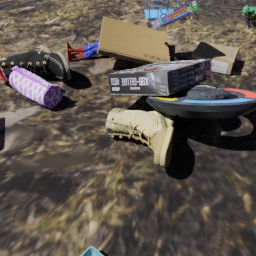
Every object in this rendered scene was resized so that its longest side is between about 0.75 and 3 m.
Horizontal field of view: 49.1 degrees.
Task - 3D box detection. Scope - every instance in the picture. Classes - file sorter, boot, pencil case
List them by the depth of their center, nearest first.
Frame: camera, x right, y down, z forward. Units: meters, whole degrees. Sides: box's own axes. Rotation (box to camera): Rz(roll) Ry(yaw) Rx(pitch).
[{"bbox_3d":[0.259,0.127,6.879,1.695,0.794,2.181,6,32,6],"label":"boot"},{"bbox_3d":[-2.842,-1.253,8.593,1.856,0.793,0.779,25,59,28],"label":"pencil case"},{"bbox_3d":[-3.195,-1.995,9.346,1.927,0.936,2.559,-25,43,-28],"label":"boot"},{"bbox_3d":[1.877,-6.285,14.217,1.906,1.169,1.323,-3,40,-3],"label":"file sorter"}]

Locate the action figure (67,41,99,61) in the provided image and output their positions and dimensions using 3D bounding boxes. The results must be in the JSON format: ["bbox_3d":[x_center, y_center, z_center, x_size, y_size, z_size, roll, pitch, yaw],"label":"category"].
[{"bbox_3d":[-0.862,-3.170,10.953,2.996,0.774,0.980,-5,38,-10],"label":"action figure"}]

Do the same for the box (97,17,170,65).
[{"bbox_3d":[0.257,-3.244,10.573,2.659,0.283,2.174,10,49,-10],"label":"box"}]

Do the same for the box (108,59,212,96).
[{"bbox_3d":[0.981,-1.503,8.099,1.965,0.620,2.491,7,22,39],"label":"box"}]

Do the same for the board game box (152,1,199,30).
[{"bbox_3d":[1.530,-3.761,9.475,1.233,0.314,1.822,-22,14,2],"label":"board game box"}]

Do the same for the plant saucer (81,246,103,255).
[{"bbox_3d":[-1.135,2.942,4.108,0.874,0.237,2.501,29,50,30],"label":"plant saucer"}]

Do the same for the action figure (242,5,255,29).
[{"bbox_3d":[3.574,-2.964,7.688,1.514,0.414,0.894,13,2,-38],"label":"action figure"}]

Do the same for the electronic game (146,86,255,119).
[{"bbox_3d":[1.970,-0.812,7.467,2.998,0.624,2.998,-1,15,0],"label":"electronic game"}]

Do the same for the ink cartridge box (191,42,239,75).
[{"bbox_3d":[3.205,-2.601,10.350,1.493,0.561,1.230,18,45,20],"label":"ink cartridge box"}]
